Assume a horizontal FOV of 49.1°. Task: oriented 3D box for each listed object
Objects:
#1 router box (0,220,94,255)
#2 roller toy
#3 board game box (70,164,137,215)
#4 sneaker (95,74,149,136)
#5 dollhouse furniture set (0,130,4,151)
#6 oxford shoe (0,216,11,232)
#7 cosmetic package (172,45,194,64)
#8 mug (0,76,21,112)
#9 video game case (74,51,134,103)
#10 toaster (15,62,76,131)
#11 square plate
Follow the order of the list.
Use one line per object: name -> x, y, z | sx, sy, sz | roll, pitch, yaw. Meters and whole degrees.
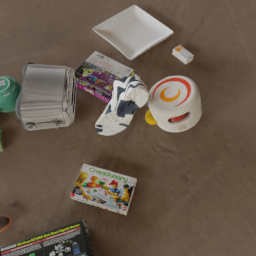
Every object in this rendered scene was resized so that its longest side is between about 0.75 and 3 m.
router box -> -2.276, 4.100, 8.032 | 2.704, 0.840, 2.026 | -15, 60, -10
roller toy -> 1.785, -0.846, 10.599 | 1.895, 1.451, 2.077 | 25, 69, 35
board game box -> -0.814, 2.075, 9.568 | 1.972, 0.341, 1.245 | 14, 59, 8
sneaker -> -0.306, -0.978, 10.506 | 1.028, 2.575, 1.675 | 25, 32, -22
dollhouse furniture set -> -5.465, 0.035, 10.481 | 1.207, 0.925, 1.843 | -15, 60, -9
oxford shoe -> -4.524, 3.092, 8.816 | 1.562, 0.567, 0.556 | -14, 60, -9
cosmetic package -> 2.535, -3.391, 12.941 | 0.459, 0.323, 0.906 | -36, 66, -20
mug -> -5.039, -1.337, 11.287 | 1.306, 0.983, 1.589 | 19, 60, 11
video game case -> -1.130, -2.264, 12.206 | 2.150, 0.385, 1.949 | 29, 63, 17
toaster -> -3.064, -1.300, 10.892 | 1.914, 1.684, 2.964 | 0, 59, -5
square plate -> 0.240, -4.652, 13.667 | 2.837, 0.407, 2.864 | -37, 65, -20
